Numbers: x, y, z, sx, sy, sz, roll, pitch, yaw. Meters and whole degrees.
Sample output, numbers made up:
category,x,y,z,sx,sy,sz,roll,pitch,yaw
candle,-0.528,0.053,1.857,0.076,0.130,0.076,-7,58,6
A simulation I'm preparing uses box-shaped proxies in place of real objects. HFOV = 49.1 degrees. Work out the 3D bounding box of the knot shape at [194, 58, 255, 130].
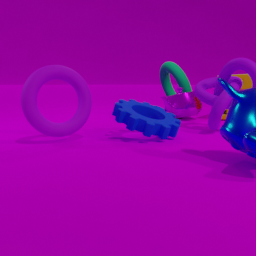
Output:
category,x,y,z,sx,sy,sz,roll,pitch,yaw
knot shape,2.481,-0.927,6.827,0.837,1.811,1.695,30,-44,-23

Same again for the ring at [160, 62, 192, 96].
category,x,y,z,sx,sy,sz,roll,pitch,yaw
ring,1.875,-1.647,11.093,0.407,2.033,2.033,-26,15,-11

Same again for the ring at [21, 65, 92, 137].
category,x,y,z,sx,sy,sz,roll,pitch,yaw
ring,-1.424,-0.548,5.744,1.478,1.478,0.296,-6,5,-33

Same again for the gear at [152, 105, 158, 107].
category,x,y,z,sx,sy,sz,roll,pitch,yaw
gear,0.301,-0.686,10.533,1.613,0.298,1.613,0,9,0

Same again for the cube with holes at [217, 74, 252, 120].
category,x,y,z,sx,sy,sz,roll,pitch,yaw
cube with holes,3.785,-1.018,9.079,1.385,1.385,1.385,4,9,34

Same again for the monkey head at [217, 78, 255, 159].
category,x,y,z,sx,sy,sz,roll,pitch,yaw
monkey head,2.028,-0.090,4.059,1.860,1.121,1.338,26,6,18

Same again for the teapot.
category,x,y,z,sx,sy,sz,roll,pitch,yaw
teapot,1.747,-0.839,9.217,1.982,0.971,1.233,-13,4,-42

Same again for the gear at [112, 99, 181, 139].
category,x,y,z,sx,sy,sz,roll,pitch,yaw
gear,0.420,-0.234,6.304,1.516,0.280,1.516,15,21,-6
